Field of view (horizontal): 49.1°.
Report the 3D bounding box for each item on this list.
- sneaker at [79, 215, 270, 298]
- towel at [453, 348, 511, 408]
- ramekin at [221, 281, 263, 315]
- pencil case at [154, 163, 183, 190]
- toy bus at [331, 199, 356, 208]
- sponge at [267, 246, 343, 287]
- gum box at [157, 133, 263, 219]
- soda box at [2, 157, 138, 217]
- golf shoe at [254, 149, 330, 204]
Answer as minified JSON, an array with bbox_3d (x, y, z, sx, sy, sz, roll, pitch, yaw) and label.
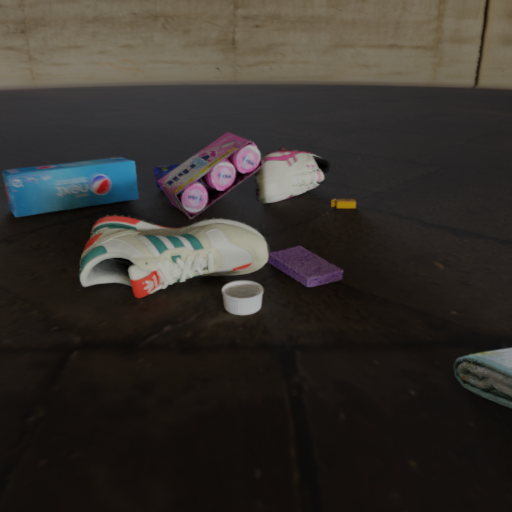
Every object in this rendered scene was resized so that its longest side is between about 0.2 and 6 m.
[{"bbox_3d":[-1.508,0.180,10.054,3.434,1.209,1.606,5,41,5],"label":"sneaker"},{"bbox_3d":[3.733,1.531,6.792,1.767,0.497,2.064,-2,6,-15],"label":"towel"},{"bbox_3d":[-0.231,0.714,9.448,0.701,0.342,0.701,0,22,0],"label":"ramekin"},{"bbox_3d":[-2.107,-2.353,16.414,1.770,0.769,0.691,-10,51,-19],"label":"pencil case"},{"bbox_3d":[2.279,-1.361,14.665,0.615,0.200,0.241,0,24,0],"label":"toy bus"},{"bbox_3d":[0.915,0.188,10.875,0.824,0.220,1.476,-11,25,-28],"label":"sponge"},{"bbox_3d":[-1.128,-2.135,14.340,2.468,0.816,1.401,-38,33,-11],"label":"gum box"},{"bbox_3d":[-4.783,-1.839,14.593,3.171,1.075,1.017,-12,20,-27],"label":"soda box"},{"bbox_3d":[1.014,-2.311,15.462,1.602,1.263,3.479,4,23,20],"label":"golf shoe"}]
